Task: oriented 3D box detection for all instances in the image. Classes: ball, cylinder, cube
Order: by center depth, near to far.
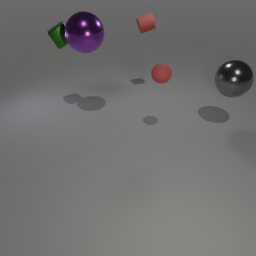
[{"bbox_3d":[1.148,-1.872,9.599,0.700,0.700,0.700,0,32,0],"label":"ball"},{"bbox_3d":[-1.536,-3.372,9.913,1.400,1.400,1.400,0,32,0],"label":"ball"},{"bbox_3d":[-2.549,-3.503,10.576,0.700,0.700,0.700,-35,31,0],"label":"cube"},{"bbox_3d":[4.007,-1.859,10.614,1.400,1.400,1.400,0,32,0],"label":"ball"},{"bbox_3d":[0.805,-4.664,12.469,0.700,0.700,0.700,-20,33,2],"label":"cylinder"}]
